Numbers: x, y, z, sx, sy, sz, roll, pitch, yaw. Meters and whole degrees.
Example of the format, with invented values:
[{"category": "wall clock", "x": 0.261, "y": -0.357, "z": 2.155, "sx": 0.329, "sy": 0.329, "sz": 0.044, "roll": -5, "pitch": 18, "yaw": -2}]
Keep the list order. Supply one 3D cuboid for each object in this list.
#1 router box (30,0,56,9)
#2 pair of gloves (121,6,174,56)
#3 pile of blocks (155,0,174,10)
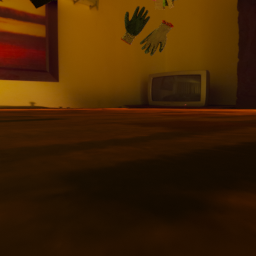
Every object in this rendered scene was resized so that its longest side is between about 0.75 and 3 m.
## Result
[{"category": "router box", "x": -0.690, "y": -2.290, "z": 3.415, "sx": 1.205, "sy": 1.608, "sz": 0.499, "roll": -19, "pitch": -40, "yaw": 15}, {"category": "pair of gloves", "x": 0.555, "y": -3.111, "z": 9.039, "sx": 1.656, "sy": 1.331, "sz": 0.189, "roll": 25, "pitch": 40, "yaw": -15}, {"category": "pile of blocks", "x": 1.351, "y": -3.681, "z": 7.657, "sx": 0.479, "sy": 0.632, "sz": 1.540, "roll": -20, "pitch": 8, "yaw": -31}]
